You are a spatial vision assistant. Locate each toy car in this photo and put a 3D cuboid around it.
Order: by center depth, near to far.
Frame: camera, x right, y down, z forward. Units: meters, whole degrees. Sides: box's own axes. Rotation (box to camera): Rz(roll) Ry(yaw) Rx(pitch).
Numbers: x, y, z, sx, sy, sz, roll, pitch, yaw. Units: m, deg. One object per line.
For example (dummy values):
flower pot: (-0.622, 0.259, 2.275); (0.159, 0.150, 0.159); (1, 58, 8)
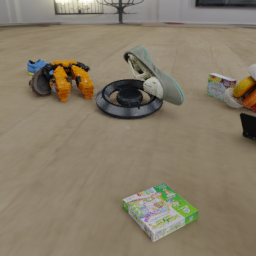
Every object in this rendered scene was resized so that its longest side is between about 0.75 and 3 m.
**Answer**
toy car: (4.505, -1.284, 9.659); (1.963, 1.718, 1.472); (-23, 68, -41)

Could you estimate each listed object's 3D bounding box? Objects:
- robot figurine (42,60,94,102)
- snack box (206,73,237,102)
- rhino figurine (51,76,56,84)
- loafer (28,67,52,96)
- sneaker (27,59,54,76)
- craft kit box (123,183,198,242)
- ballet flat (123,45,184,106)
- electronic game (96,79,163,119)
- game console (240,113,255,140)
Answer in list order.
robot figurine: (-2.400, -2.028, 11.376); (1.967, 0.790, 2.713); (-7, 35, -21)
snack box: (3.543, -1.547, 10.712); (0.314, 0.844, 1.186); (-10, 26, -23)
rhino figurine: (-3.046, -1.965, 12.167); (0.546, 0.374, 1.250); (-3, 27, -9)
loafer: (-3.660, -1.781, 11.563); (0.780, 0.802, 2.196); (-36, 26, 10)
sneaker: (-4.165, -2.979, 13.874); (1.959, 0.768, 0.646); (11, 25, 19)
craft kit box: (0.564, 1.471, 5.072); (0.994, 0.241, 0.982); (-16, 32, -29)
ballet flat: (0.740, -1.665, 9.418); (0.908, 0.960, 2.849); (-24, 60, -16)
electronic game: (0.057, -1.058, 9.854); (2.376, 0.494, 2.376); (-1, 38, 0)
game console: (3.879, 0.017, 7.385); (1.308, 0.866, 1.487); (-21, 33, -37)
